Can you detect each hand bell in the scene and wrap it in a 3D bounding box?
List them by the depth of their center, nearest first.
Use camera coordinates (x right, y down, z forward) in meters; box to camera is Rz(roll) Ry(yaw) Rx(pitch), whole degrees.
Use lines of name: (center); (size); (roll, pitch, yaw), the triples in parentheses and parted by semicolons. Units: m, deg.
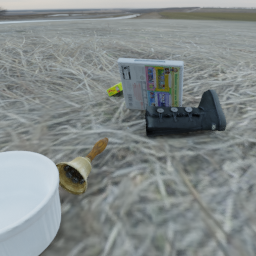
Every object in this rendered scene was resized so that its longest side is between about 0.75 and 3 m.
hand bell: (-0.784, 0.607, 5.683); (0.737, 0.737, 1.415); (11, 34, 22)

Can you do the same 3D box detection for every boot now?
boot: (1.502, -0.471, 7.899); (2.071, 0.680, 1.707); (-5, 34, 5)

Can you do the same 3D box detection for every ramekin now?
ramekin: (-1.907, 1.224, 4.202); (1.863, 0.908, 1.863); (-3, 30, 1)

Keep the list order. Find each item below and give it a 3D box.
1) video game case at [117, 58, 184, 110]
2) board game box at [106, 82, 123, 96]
video game case: (0.715, -1.214, 8.390); (1.821, 2.001, 0.221); (7, 54, 14)
board game box: (-0.306, -1.586, 10.728); (0.563, 0.264, 1.109); (-21, 12, 32)
